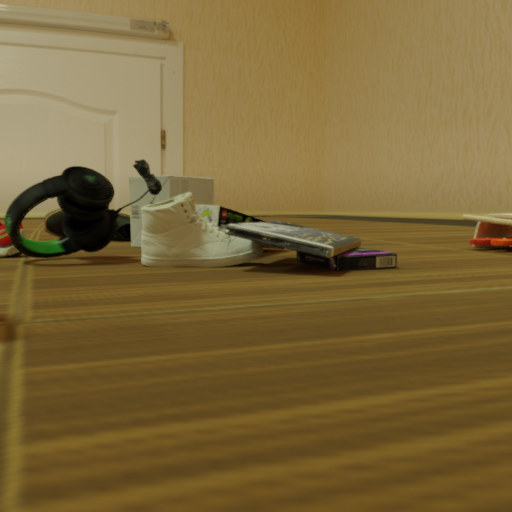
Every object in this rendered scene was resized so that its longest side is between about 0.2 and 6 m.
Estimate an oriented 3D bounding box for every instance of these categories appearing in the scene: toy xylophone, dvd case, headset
[{"bbox_3d":[5.615,-0.446,11.368,2.304,0.791,3.147,-1,6,-13],"label":"toy xylophone"},{"bbox_3d":[0.681,-0.320,9.057,1.644,0.177,2.210,14,11,20],"label":"dvd case"},{"bbox_3d":[-3.064,-0.967,10.046,2.788,1.310,1.722,-20,-30,-22],"label":"headset"}]

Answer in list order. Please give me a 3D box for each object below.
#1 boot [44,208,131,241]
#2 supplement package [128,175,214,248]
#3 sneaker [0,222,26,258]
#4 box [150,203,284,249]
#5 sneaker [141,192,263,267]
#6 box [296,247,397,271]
[{"bbox_3d":[-4.173,-0.807,14.791,2.488,0.964,1.721,-4,12,-28],"label":"boot"},{"bbox_3d":[-1.961,-1.051,13.216,1.249,1.624,1.698,3,7,30],"label":"supplement package"},{"bbox_3d":[-5.334,-0.451,10.921,2.094,0.889,0.806,2,6,18],"label":"sneaker"},{"bbox_3d":[-0.673,-0.557,11.088,1.542,0.486,2.801,5,-3,27],"label":"box"},{"bbox_3d":[-0.883,-0.451,9.115,2.007,1.160,0.739,-2,16,-7],"label":"sneaker"},{"bbox_3d":[1.451,0.029,9.286,1.071,0.270,1.498,-3,8,-20],"label":"box"}]
